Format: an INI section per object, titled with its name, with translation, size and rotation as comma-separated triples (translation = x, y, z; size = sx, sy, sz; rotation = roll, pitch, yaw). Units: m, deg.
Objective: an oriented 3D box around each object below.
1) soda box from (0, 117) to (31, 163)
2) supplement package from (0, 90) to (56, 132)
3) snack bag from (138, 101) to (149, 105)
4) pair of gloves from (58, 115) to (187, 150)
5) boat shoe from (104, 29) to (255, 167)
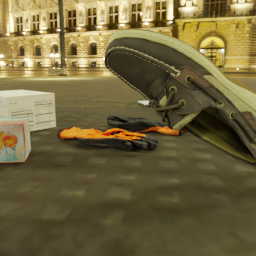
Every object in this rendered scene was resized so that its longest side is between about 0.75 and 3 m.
[soda box]
translation = -2.754, 0.214, 4.637
size = 2.098, 0.667, 0.718
rotation = -2, 12, -11
[supplement package]
translation = -2.846, -0.471, 7.202
size = 1.618, 0.897, 1.260
rotation = 12, 17, 40
[snack bag]
translation = 1.143, -0.996, 11.379
size = 1.289, 0.138, 1.216
rotation = -2, 12, -11
[pair of gloves]
translation = -0.025, 0.019, 6.396
size = 2.227, 0.309, 2.499
rotation = 7, 14, 31
[boat shoe]
translation = 0.878, -0.387, 3.991
size = 2.839, 0.933, 1.014
rotation = 28, -28, -6
